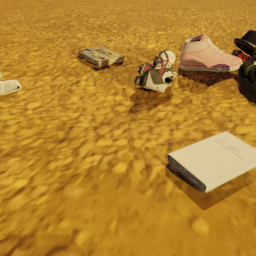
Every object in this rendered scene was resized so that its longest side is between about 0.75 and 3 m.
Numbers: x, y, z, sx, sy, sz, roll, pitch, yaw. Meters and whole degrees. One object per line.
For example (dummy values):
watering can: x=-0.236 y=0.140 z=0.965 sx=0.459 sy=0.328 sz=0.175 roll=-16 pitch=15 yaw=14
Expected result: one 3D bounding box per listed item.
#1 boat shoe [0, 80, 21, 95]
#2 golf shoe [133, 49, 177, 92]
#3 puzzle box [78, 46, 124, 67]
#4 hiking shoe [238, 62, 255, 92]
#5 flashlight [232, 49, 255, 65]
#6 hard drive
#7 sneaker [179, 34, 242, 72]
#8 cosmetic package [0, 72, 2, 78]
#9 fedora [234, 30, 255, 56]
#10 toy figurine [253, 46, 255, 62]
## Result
boat shoe: x=-4.177 y=-1.305 z=9.201 sx=1.279 sy=0.453 sz=0.443 roll=-20 pitch=37 yaw=-31
golf shoe: x=1.237 y=-1.988 z=10.057 sx=1.139 sy=0.998 sz=2.586 roll=31 pitch=45 yaw=12
puzzle box: x=-1.209 y=-3.209 z=12.404 sx=1.291 sy=0.247 sz=1.940 roll=-20 pitch=37 yaw=-30
hiking shoe: x=4.659 y=-1.769 z=8.969 sx=1.108 sy=1.473 sz=2.927 roll=-8 pitch=33 yaw=-13
flashlight: x=4.962 y=-2.971 z=11.794 sx=0.512 sy=0.510 sz=1.506 roll=-8 pitch=34 yaw=-19
hard drive: x=1.975 y=0.676 z=6.256 sx=1.839 sy=0.242 sz=1.213 roll=-18 pitch=37 yaw=-26
sneaker: x=3.347 y=-2.996 z=11.071 sx=2.571 sy=1.344 sz=0.968 roll=1 pitch=30 yaw=0
cosmetic package: x=-5.888 y=-2.024 z=10.326 sx=1.880 sy=0.486 sz=1.417 roll=-26 pitch=38 yaw=-34
fedora: x=5.299 y=-3.433 z=11.498 sx=1.809 sy=0.826 sz=1.809 roll=30 pitch=15 yaw=-9
toy figurine: x=3.870 y=-2.381 z=6.388 sx=1.211 sy=2.022 sz=1.066 roll=-10 pitch=36 yaw=-36
